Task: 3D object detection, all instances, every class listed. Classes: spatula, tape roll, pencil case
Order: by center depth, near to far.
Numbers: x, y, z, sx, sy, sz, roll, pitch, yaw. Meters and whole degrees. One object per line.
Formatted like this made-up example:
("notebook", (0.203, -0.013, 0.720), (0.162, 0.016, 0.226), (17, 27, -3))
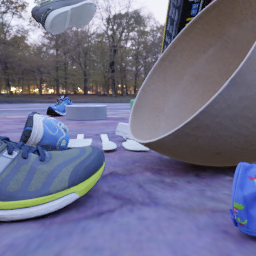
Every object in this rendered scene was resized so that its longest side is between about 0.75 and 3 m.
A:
("pencil case", (1.514, 0.667, 2.072), (1.490, 0.581, 0.647), (6, 48, 39))
("spatula", (-0.609, 0.289, 7.088), (1.822, 0.210, 2.620), (-2, 7, -8))
("tape roll", (-2.201, -0.843, 14.828), (2.172, 0.718, 2.172), (1, 6, 0))

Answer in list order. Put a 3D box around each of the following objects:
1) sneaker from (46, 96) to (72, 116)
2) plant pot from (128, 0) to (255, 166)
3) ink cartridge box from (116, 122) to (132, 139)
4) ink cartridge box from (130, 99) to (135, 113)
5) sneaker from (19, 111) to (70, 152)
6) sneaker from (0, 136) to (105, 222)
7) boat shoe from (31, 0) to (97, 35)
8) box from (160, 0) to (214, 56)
("sneaker", (-4.205, -1.356, 17.244), (1.061, 1.204, 2.701), (1, 7, 12))
("plant pot", (1.706, -0.527, 4.752), (2.007, 2.990, 2.990), (33, -4, -18))
("ink cartridge box", (0.119, 0.086, 7.467), (0.580, 0.333, 0.798), (16, 5, 24))
("ink cartridge box", (1.642, -0.703, 11.924), (2.549, 1.070, 1.846), (4, 7, 31))
("sneaker", (-1.860, 0.168, 6.201), (0.898, 0.883, 2.332), (20, 1, -19))
("sneaker", (-1.466, 0.324, 2.807), (2.653, 1.074, 0.980), (-3, 7, -28))
("boat shoe", (-1.719, -3.301, 7.994), (0.727, 0.869, 2.433), (33, 36, 7))
("box", (2.078, -2.746, 7.275), (2.294, 2.872, 0.709), (-15, 50, -16))
